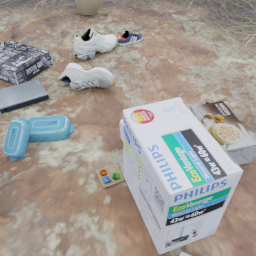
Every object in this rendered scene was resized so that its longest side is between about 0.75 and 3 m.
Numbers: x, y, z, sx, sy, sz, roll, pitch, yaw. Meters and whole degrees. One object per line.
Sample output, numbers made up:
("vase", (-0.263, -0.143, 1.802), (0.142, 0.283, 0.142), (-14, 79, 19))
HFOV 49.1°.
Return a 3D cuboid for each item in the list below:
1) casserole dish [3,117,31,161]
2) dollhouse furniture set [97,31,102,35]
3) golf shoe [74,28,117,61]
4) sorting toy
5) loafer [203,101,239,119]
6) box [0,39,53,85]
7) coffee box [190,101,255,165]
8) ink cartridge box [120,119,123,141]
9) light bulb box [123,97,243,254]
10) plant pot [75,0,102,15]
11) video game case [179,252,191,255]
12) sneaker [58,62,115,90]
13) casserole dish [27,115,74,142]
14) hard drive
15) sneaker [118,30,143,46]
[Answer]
("casserole dish", (-3.295, 0.299, 8.217), (0.787, 0.252, 1.299), (6, 81, 26))
("dollhouse furniture set", (-1.866, -4.095, 13.718), (0.709, 0.548, 1.419), (37, 72, 25))
("golf shoe", (-1.429, -4.062, 12.942), (0.984, 1.222, 2.513), (28, 47, 30))
("sorting toy", (-0.371, 1.254, 7.826), (0.943, 0.126, 0.702), (-17, 45, -18))
("loafer", (3.178, -0.563, 9.636), (1.295, 0.407, 0.465), (18, 45, 19))
("box", (-4.914, -2.875, 12.016), (2.629, 0.654, 2.073), (20, 46, 21))
("coffee box", (2.779, 0.157, 8.519), (1.179, 0.822, 2.062), (-9, 43, -10))
("ink cartridge box", (0.882, 0.170, 8.516), (1.920, 0.806, 1.390), (-19, 45, -20))
("light bulb box", (0.949, 1.031, 6.315), (1.510, 2.419, 2.398), (-15, 46, -16))
("plant pot", (-2.342, -7.237, 16.423), (1.643, 1.103, 1.643), (5, 27, -3))
("video game case", (1.529, 3.609, 5.126), (1.888, 0.228, 2.071), (18, 45, 19))
("sneaker", (-1.621, -1.784, 10.791), (2.339, 0.885, 1.076), (14, 51, 26))
("casserole dish", (-2.641, -0.029, 9.113), (1.717, 0.333, 1.040), (-3, 42, -4))
("hard drive", (-3.990, -1.220, 10.457), (1.756, 0.289, 1.225), (-21, 46, -22))
("sneaker", (0.151, -4.571, 13.930), (1.495, 0.632, 0.560), (-29, 49, -29))
